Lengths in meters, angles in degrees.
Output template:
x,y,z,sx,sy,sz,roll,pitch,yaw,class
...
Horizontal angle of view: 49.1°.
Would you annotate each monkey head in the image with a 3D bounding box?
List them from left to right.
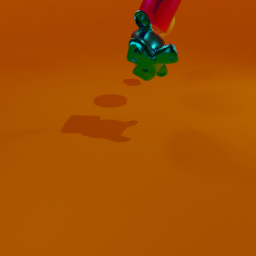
x,y,z,sx,sy,sz,roll,pitch,yaw,class
0.682,-1.976,7.208,1.422,1.977,1.191,-4,40,31,monkey head

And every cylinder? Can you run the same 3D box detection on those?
x,y,z,sx,sy,sz,roll,pitch,yaw,class
0.951,-3.737,8.804,1.102,1.102,1.102,25,13,-6,cylinder

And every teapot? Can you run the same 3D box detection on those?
x,y,z,sx,sy,sz,roll,pitch,yaw,class
1.342,-4.060,10.920,0.741,1.513,0.941,15,-11,-19,teapot

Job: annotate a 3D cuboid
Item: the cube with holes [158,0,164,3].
x,y,z,sx,sy,sz,roll,pitch,yaw,class
0.713,-3.784,6.685,0.867,0.867,0.867,23,-15,-6,cube with holes
